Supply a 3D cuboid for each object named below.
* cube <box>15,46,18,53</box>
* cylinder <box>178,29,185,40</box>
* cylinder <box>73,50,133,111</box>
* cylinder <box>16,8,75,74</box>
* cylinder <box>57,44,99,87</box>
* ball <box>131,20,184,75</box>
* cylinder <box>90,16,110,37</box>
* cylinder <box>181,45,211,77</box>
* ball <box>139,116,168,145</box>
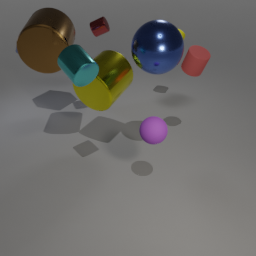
[{"bbox_3d":[-3.262,-3.157,10.688,1.400,1.400,1.400,35,-10,-22],"label":"cube"},{"bbox_3d":[1.985,-3.761,11.936,0.700,0.700,0.700,27,-6,3],"label":"cylinder"},{"bbox_3d":[-0.754,-1.476,8.704,1.400,1.400,1.400,16,47,26],"label":"cylinder"},{"bbox_3d":[-2.272,-2.493,7.964,1.400,1.400,1.400,-1,40,-2],"label":"cylinder"},{"bbox_3d":[-1.143,-1.431,6.442,0.700,0.700,0.700,-25,64,-37],"label":"cylinder"},{"bbox_3d":[0.779,-2.131,7.446,1.400,1.400,1.400,0,30,0],"label":"ball"},{"bbox_3d":[-1.295,-4.656,12.883,0.700,0.700,0.700,-18,25,17],"label":"cylinder"},{"bbox_3d":[2.108,-2.090,8.749,0.700,0.700,0.700,8,50,-10],"label":"cylinder"},{"bbox_3d":[0.633,0.060,6.950,0.700,0.700,0.700,0,30,0],"label":"ball"}]
